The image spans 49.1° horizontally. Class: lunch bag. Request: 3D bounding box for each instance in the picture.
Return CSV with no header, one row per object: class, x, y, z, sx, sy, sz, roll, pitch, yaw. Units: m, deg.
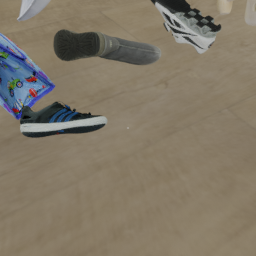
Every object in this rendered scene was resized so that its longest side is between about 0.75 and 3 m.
lunch bag,-2.901,-1.582,5.527,1.220,2.594,1.952,-44,73,-7

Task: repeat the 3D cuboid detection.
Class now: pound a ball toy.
pound a ball toy,3.240,-2.567,6.073,1.613,1.051,2.474,-6,21,-15

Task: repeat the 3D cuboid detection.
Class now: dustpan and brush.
dustpan and brush,-1.939,-3.353,6.289,2.265,1.581,0.648,8,-2,35

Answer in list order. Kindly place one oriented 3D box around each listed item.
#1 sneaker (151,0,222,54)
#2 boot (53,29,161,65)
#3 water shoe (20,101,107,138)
sneaker,1.219,-2.621,6.955,0.785,0.937,2.118,-33,70,-28
boot,-0.195,-0.770,2.729,0.752,0.300,0.827,18,23,36
water shoe,-1.050,-0.196,4.584,1.407,0.503,0.555,-6,76,-9
